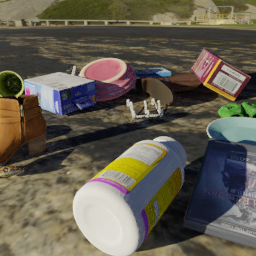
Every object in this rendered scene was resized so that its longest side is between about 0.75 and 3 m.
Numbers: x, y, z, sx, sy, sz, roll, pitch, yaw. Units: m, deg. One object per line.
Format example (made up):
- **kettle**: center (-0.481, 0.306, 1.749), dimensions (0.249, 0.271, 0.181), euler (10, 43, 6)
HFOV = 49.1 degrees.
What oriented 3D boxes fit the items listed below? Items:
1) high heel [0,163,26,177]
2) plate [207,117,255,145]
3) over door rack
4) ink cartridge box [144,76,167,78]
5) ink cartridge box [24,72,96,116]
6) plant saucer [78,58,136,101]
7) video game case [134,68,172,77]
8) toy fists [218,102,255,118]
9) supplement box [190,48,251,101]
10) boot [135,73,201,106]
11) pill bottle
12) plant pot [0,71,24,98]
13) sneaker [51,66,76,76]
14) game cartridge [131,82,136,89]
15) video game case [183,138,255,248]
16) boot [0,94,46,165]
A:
- **high heel**: center (-2.966, 0.753, 6.550), dimensions (1.104, 0.394, 0.787), euler (-8, 70, -5)
- **plate**: center (3.610, 0.305, 8.130), dimensions (2.598, 0.332, 2.598), euler (-1, 25, 0)
- **over door rack**: center (0.590, -0.837, 10.391), dimensions (1.121, 0.505, 1.518), euler (-3, 25, -8)
- **ink cartridge box**: center (1.318, -2.341, 13.899), dimensions (1.106, 0.278, 1.275), euler (7, 26, 13)
- **ink cartridge box**: center (-2.489, -1.358, 10.868), dimensions (2.671, 1.020, 1.822), euler (17, 30, 36)
- **plant saucer**: center (-1.016, -2.244, 12.188), dimensions (2.715, 0.688, 2.715), euler (-7, 42, 6)
- **video game case**: center (0.708, -2.677, 13.572), dimensions (2.416, 0.215, 1.729), euler (-3, 19, -7)
- **toy fists**: center (3.946, -0.552, 9.722), dimensions (1.602, 0.551, 0.817), euler (-6, 25, -9)
- **supplement box**: center (3.969, -2.445, 12.397), dimensions (1.531, 1.189, 2.776), euler (26, 23, -12)
- **boot**: center (2.209, -1.782, 12.071), dimensions (2.973, 0.955, 2.771), euler (-7, 27, -25)
- **pill bottle**: center (0.241, 1.059, 5.311), dimensions (1.316, 1.316, 2.524), euler (15, 28, 28)
- **plant pot**: center (-4.996, -1.880, 12.086), dimensions (1.181, 1.181, 1.086), euler (-4, 14, -8)
- **sneaker**: center (-3.115, -2.474, 13.487), dimensions (1.170, 0.834, 2.359), euler (3, 29, -5)
- **game cartridge**: center (-0.915, -2.185, 13.402), dimensions (2.553, 0.490, 1.655), euler (-3, 29, -7)
- **video game case**: center (2.529, 1.209, 5.888), dimensions (2.080, 0.276, 2.912), euler (10, 32, 21)
- **boot**: center (-3.131, 0.041, 7.118), dimensions (2.112, 1.640, 0.810), euler (-13, 28, -25)
